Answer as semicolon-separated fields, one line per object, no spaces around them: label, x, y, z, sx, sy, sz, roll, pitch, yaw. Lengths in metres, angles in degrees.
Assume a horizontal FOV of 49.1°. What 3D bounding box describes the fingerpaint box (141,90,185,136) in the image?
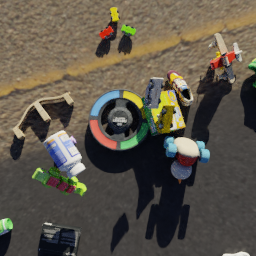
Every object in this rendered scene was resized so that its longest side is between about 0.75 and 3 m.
fingerpaint box;1.413;-0.615;11.327;1.344;0.591;1.611;-13;82;-25

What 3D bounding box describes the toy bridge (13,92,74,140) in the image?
toy bridge;-3.569;-0.691;11.653;2.786;0.379;0.937;-35;84;-5

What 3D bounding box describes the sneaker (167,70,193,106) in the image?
sneaker;2.207;-1.737;11.601;0.637;0.765;1.699;-31;83;-4

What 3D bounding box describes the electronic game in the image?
electronic game;-0.329;-0.344;11.522;2.598;0.541;2.598;0;82;-1

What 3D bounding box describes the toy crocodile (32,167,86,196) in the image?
toy crocodile;-2.343;1.899;9.695;1.982;0.612;0.669;33;96;-34

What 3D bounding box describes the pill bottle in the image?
pill bottle;-2.072;0.908;9.300;0.826;0.826;1.475;-33;86;-4

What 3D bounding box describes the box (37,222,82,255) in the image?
box;-2.629;4.305;10.859;1.460;0.576;1.031;9;79;1

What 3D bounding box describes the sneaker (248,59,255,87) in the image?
sneaker;5.782;-1.785;11.656;1.005;0.890;2.404;-25;79;9

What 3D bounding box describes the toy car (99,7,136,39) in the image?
toy car;-0.359;-4.333;12.185;1.436;0.340;1.526;22;83;3

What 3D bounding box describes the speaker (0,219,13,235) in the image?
speaker;-5.184;3.995;10.932;1.216;0.538;0.538;-24;83;-3

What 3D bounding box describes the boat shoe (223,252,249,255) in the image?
boat shoe;4.224;5.048;10.860;1.068;0.366;0.385;3;82;0

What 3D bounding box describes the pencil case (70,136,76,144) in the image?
pencil case;-2.526;0.666;11.483;0.819;0.344;0.350;-33;84;-4

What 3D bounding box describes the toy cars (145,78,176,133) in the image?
toy cars;1.120;-0.825;10.260;1.042;0.514;2.324;-42;126;-16

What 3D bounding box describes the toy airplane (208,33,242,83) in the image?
toy airplane;3.978;-2.885;11.697;1.641;1.163;1.648;23;70;-35

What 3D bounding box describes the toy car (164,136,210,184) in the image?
toy car;2.134;1.361;11.090;1.564;1.500;1.696;10;110;-3
